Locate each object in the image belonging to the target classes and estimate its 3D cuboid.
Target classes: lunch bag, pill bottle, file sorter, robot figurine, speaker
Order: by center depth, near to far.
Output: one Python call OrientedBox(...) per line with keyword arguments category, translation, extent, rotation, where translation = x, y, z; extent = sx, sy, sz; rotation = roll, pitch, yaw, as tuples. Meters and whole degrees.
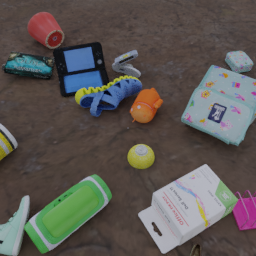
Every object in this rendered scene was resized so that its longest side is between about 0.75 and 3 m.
OrientedBox(category="speaker", translation=(-1.832, 2.639, 8.857), extent=(2.668, 1.180, 1.180), rotation=(-35, 58, -26))
OrientedBox(category="file sorter", translation=(4.255, 2.557, 9.057), extent=(1.478, 0.927, 1.027), rotation=(-5, 50, -5))
OrientedBox(category="pill bottle", translation=(-5.340, 0.911, 10.241), extent=(1.246, 1.246, 2.239), rotation=(31, 57, 23))
OrientedBox(category="lunch bag", translation=(3.868, -0.852, 11.355), extent=(2.538, 1.817, 2.979), rotation=(27, 59, 22))
OrientedBox(category="robot figurine", translation=(0.768, -0.944, 11.931), extent=(1.278, 1.036, 1.777), rotation=(19, 53, 12))
OrientedBox(category="lunch bag", translation=(5.632, -3.394, 14.328), extent=(1.046, 0.503, 1.304), rotation=(-13, 51, -8))

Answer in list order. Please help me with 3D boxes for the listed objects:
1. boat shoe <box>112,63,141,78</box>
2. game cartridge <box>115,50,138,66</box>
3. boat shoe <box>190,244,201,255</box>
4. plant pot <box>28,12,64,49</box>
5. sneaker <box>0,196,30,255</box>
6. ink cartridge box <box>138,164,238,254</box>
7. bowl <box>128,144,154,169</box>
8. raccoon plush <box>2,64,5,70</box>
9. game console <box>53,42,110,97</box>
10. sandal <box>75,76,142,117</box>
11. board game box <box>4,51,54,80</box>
OrientedBox(category="boat shoe", translation=(-0.010, -2.981, 13.976), extent=(1.609, 0.570, 0.562), rotation=(22, 56, 25))
OrientedBox(category="game cartridge", translation=(-0.097, -3.435, 13.659), extent=(1.194, 0.242, 0.796), rotation=(-22, 25, 9))
OrientedBox(category="boat shoe", translation=(1.977, 3.889, 8.326), extent=(0.345, 0.346, 0.934), rotation=(13, 51, 11))
OrientedBox(category="plant pot", translation=(-4.361, -5.223, 15.265), extent=(1.640, 1.640, 1.451), rotation=(-33, 66, -25))
OrientedBox(category="sneaker", translation=(-3.744, 2.935, 8.756), extent=(1.084, 0.676, 1.838), rotation=(11, 55, -9))
OrientedBox(category="ink cartridge box", translation=(1.878, 2.551, 9.051), extent=(2.787, 0.938, 1.632), rotation=(-25, 54, -19))
OrientedBox(category="bowl", translation=(0.503, 0.970, 10.635), extent=(1.047, 0.563, 1.047), rotation=(0, 49, 0))
OrientedBox(category="raccoon plush", translation=(-5.823, -2.941, 13.869), extent=(0.870, 0.421, 0.583), rotation=(24, 31, 22))
OrientedBox(category="game console", translation=(-2.202, -2.823, 13.276), extent=(2.367, 2.081, 1.377), rotation=(-12, 23, -8))
OrientedBox(category="sandal", translation=(-0.725, -1.316, 12.266), extent=(2.974, 1.182, 1.295), rotation=(-21, 57, -7))
OrientedBox(category="board game box", translation=(-4.861, -3.128, 13.947), extent=(2.156, 0.304, 1.459), rotation=(7, 49, -10))
